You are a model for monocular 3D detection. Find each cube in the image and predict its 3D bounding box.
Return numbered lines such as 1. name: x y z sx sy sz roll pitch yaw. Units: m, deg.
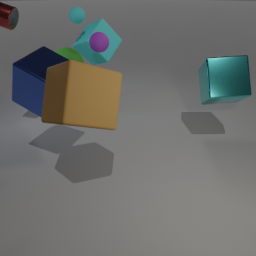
1. cube: -1.436 -3.992 13.166 1.400 1.400 1.400 7 62 51
2. cube: 3.395 -1.662 9.998 1.400 1.400 1.400 -4 -4 3
3. cube: -2.441 -1.330 8.402 1.400 1.400 1.400 29 43 6
4. cube: -1.154 -0.733 6.870 1.400 1.400 1.400 7 -1 -36

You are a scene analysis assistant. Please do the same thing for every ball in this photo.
1. ball: -0.999 -2.976 9.718 0.700 0.700 0.700 0 28 0
2. ball: -2.232 -4.932 12.253 0.700 0.700 0.700 0 28 0
3. ball: -2.598 -2.755 12.083 1.400 1.400 1.400 0 28 0

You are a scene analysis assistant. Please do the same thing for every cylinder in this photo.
1. cylinder: -3.874 -3.496 8.683 0.700 0.700 0.700 19 29 -3
